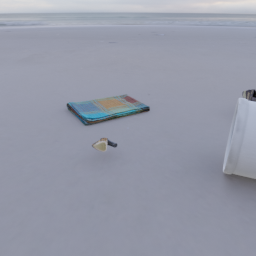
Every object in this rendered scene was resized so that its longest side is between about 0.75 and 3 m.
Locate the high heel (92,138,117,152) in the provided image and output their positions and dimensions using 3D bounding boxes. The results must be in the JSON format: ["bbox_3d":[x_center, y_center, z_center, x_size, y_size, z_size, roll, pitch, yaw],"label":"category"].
[{"bbox_3d":[-0.712,0.379,6.867,0.557,0.279,0.782,18,11,41],"label":"high heel"}]

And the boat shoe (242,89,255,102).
[{"bbox_3d":[4.142,-0.827,9.339,0.460,0.467,1.255,-28,45,40],"label":"boat shoe"}]

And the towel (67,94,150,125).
[{"bbox_3d":[-0.731,-0.765,10.108,2.534,0.275,1.858,-14,29,-28],"label":"towel"}]

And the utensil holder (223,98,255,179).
[{"bbox_3d":[3.205,0.374,5.930,2.012,1.710,1.710,13,27,18],"label":"utensil holder"}]
